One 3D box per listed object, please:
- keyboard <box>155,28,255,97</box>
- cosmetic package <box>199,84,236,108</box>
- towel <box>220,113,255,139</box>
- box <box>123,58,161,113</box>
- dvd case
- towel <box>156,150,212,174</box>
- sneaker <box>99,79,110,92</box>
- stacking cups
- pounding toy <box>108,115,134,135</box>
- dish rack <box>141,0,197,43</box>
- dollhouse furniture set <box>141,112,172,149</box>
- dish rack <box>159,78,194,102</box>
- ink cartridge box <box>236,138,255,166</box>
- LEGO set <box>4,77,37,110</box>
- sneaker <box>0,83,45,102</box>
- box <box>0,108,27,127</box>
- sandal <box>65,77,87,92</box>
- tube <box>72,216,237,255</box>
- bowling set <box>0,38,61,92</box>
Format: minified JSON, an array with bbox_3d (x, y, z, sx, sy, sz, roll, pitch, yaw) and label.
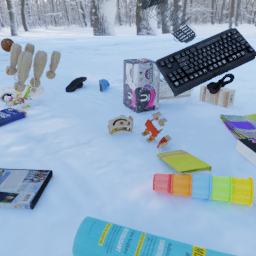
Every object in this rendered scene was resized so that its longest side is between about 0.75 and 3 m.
[{"bbox_3d":[2.464,-1.900,8.378,2.931,1.760,0.376,-26,-15,-10],"label":"keyboard"},{"bbox_3d":[4.079,-1.503,12.871,0.641,0.759,1.468,-19,29,-38],"label":"cosmetic package"},{"bbox_3d":[4.516,-0.023,9.972,1.834,0.291,2.553,-1,23,0],"label":"towel"},{"bbox_3d":[0.557,-1.851,12.019,1.169,2.038,1.347,-11,26,-25],"label":"box"},{"bbox_3d":[-3.002,1.410,6.748,2.017,0.177,1.439,1,22,4],"label":"dvd case"},{"bbox_3d":[1.410,0.884,7.407,0.821,0.172,1.907,-8,9,-10],"label":"towel"},{"bbox_3d":[-1.274,-2.358,15.179,0.599,0.504,1.529,-4,23,-4],"label":"sneaker"},{"bbox_3d":[1.675,1.338,6.447,2.178,0.659,0.659,3,23,16],"label":"stacking cups"},{"bbox_3d":[-0.198,-0.012,9.959,1.132,0.650,0.647,-23,59,-25],"label":"pounding toy"},{"bbox_3d":[1.283,-3.207,8.035,1.771,0.483,1.358,44,45,2],"label":"dish rack"},{"bbox_3d":[0.872,0.151,8.841,0.509,0.989,0.978,-22,63,-37],"label":"dollhouse furniture set"},{"bbox_3d":[1.734,-1.898,14.009,2.333,0.592,2.718,-7,24,-17],"label":"dish rack"},{"bbox_3d":[4.110,0.922,7.637,1.141,0.447,2.409,-5,26,-11],"label":"ink cartridge box"},{"bbox_3d":[-4.471,-1.392,12.310,0.746,0.922,2.004,22,44,13],"label":"LEGO set"},{"bbox_3d":[-4.929,-1.498,13.006,2.113,0.823,1.050,-12,31,-5],"label":"sneaker"},{"bbox_3d":[-4.945,-0.380,10.852,1.033,0.276,1.705,14,28,29],"label":"box"},{"bbox_3d":[-2.848,-2.338,15.380,0.675,0.430,1.796,11,38,22],"label":"sandal"},{"bbox_3d":[0.478,2.153,4.530,2.759,0.695,1.068,11,39,15],"label":"tube"},{"bbox_3d":[-3.518,-2.178,9.495,1.670,1.288,2.399,25,20,11],"label":"bowling set"}]
